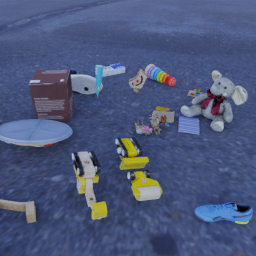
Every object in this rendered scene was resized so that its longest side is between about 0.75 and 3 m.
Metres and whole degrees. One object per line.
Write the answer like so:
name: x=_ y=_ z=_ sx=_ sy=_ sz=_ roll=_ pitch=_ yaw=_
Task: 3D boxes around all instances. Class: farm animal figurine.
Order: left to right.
farm animal figurine: x=0.755 y=-0.010 z=9.325 sx=1.121 sy=0.563 sz=0.905 roll=-25 pitch=21 yaw=-28

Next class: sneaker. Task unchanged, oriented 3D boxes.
sneaker: x=-2.166 y=-2.145 z=12.269 sx=2.352 sy=0.859 sz=1.316 roll=4 pitch=33 yaw=8
sneaker: x=2.167 y=1.865 z=6.390 sx=1.273 sy=0.499 sz=0.420 roll=3 pitch=35 yaw=7

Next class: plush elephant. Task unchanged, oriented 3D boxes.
plush elephant: x=3.177 y=-1.067 z=9.881 sx=2.009 sy=1.555 sz=1.655 roll=-24 pitch=45 yaw=-36

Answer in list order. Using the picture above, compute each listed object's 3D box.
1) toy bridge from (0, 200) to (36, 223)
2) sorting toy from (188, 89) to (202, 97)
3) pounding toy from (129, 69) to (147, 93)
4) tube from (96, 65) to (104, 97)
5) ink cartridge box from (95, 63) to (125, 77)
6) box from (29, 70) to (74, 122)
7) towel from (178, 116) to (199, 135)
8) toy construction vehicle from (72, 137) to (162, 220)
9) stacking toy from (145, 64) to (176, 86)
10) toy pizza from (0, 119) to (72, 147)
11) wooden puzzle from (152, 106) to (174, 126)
toy bridge: x=-3.317 y=2.014 z=6.306 sx=2.367 sy=0.322 sz=0.795 roll=-10 pitch=31 yaw=-15
sorting toy: x=2.886 y=-1.522 z=12.001 sx=0.577 sy=0.104 sz=0.774 roll=9 pitch=34 yaw=14
pounding toy: x=0.364 y=-1.983 z=11.575 sx=0.571 sy=0.999 sz=0.573 roll=22 pitch=31 yaw=-12
tube: x=-1.191 y=-1.897 z=11.310 sx=0.311 sy=1.234 sz=0.478 roll=7 pitch=20 yaw=0
ink cartridge box: x=-0.898 y=-2.884 z=13.932 sx=1.388 sy=0.307 sz=0.653 roll=-16 pitch=37 yaw=-23
box: x=-2.687 y=-1.159 z=10.116 sx=1.274 sy=1.536 sz=1.261 roll=-1 pitch=33 yaw=-3
towel: x=2.129 y=-0.098 z=9.816 sx=0.722 sy=0.119 sz=0.998 roll=8 pitch=35 yaw=8
toy construction vehicle: x=-0.341 y=1.228 z=7.266 sx=2.040 sy=0.825 sz=2.343 roll=-3 pitch=34 yaw=-26
stacking toy: x=1.550 y=-2.383 z=12.922 sx=0.679 sy=0.679 sz=1.591 roll=-28 pitch=47 yaw=-36
toy pizza: x=-2.914 y=0.190 z=8.761 sx=2.311 sy=0.366 sz=2.311 roll=4 pitch=17 yaw=-1
wooden puzzle: x=1.281 y=-0.411 z=10.257 sx=0.875 sy=0.152 sz=1.298 roll=6 pitch=33 yaw=17
